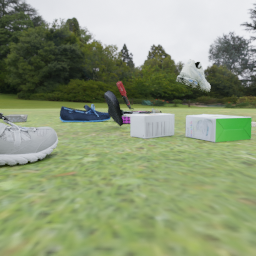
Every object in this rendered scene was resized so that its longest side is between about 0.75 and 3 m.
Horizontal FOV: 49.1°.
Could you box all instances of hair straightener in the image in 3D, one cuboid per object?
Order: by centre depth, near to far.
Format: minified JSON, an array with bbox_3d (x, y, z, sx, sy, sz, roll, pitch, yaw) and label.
[{"bbox_3d":[-0.130,-1.586,14.018,0.326,1.592,0.612,-31,10,-2],"label":"hair straightener"}]

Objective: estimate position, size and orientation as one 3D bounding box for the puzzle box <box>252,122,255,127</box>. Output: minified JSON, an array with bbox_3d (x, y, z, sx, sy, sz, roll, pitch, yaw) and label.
[{"bbox_3d":[5.125,-0.194,12.682,1.351,0.172,0.899,4,7,33],"label":"puzzle box"}]

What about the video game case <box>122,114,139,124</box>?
[{"bbox_3d":[0.513,-0.496,14.659,2.282,0.409,2.068,-1,5,-13],"label":"video game case"}]

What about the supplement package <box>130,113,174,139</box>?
[{"bbox_3d":[0.759,-0.086,8.621,1.236,0.677,0.703,-5,7,-38],"label":"supplement package"}]

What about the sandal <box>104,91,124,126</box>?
[{"bbox_3d":[-0.410,-0.717,10.854,0.470,0.834,2.195,-38,-19,-14],"label":"sandal"}]

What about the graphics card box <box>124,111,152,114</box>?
[{"bbox_3d":[0.611,-0.911,18.951,1.897,0.482,1.190,-5,7,-33],"label":"graphics card box"}]

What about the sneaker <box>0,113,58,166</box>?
[{"bbox_3d":[-2.159,0.103,4.649,0.921,1.011,2.465,3,6,33],"label":"sneaker"}]

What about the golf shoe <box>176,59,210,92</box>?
[{"bbox_3d":[2.777,-2.027,10.952,0.843,1.047,2.153,24,10,34],"label":"golf shoe"}]

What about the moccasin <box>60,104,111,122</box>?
[{"bbox_3d":[-2.259,-0.807,15.131,2.769,0.944,1.114,-2,6,-21],"label":"moccasin"}]

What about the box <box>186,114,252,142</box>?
[{"bbox_3d":[2.586,-0.039,8.083,1.401,0.677,1.236,-3,6,-28],"label":"box"}]

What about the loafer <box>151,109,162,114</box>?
[{"bbox_3d":[1.794,-0.833,17.798,0.633,0.683,1.817,12,10,0],"label":"loafer"}]

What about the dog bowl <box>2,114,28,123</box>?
[{"bbox_3d":[-6.104,-0.523,15.142,1.323,0.388,1.323,-1,5,0],"label":"dog bowl"}]
